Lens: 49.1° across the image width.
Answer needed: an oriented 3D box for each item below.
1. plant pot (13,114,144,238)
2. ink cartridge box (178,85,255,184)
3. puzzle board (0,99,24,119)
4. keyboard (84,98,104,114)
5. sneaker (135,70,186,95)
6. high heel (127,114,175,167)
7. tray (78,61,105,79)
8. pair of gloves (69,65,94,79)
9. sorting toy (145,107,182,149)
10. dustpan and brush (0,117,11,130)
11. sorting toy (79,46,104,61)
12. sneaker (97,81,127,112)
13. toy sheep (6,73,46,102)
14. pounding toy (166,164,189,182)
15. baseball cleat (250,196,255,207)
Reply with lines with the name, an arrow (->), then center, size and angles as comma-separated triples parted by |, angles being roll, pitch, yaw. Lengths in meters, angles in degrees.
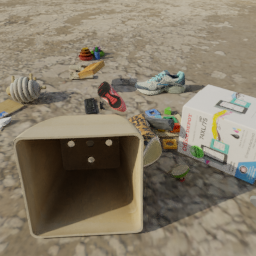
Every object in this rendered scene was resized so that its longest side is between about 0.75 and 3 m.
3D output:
plant pot -> -1.179, 0.990, 8.061 | 2.965, 2.969, 2.628 | -2, 24, -3
ink cartridge box -> 3.519, 0.085, 9.811 | 2.817, 2.067, 2.057 | 23, 41, 30
puzzle board -> -5.699, -0.828, 12.796 | 1.122, 0.130, 1.489 | 21, 40, 26
keyboard -> -1.608, -1.064, 13.129 | 0.862, 0.140, 1.357 | -6, 37, -9
sneaker -> 1.631, -2.396, 14.135 | 2.621, 1.131, 1.017 | -5, 36, -7
high heel -> 0.322, 0.460, 10.478 | 2.007, 1.005, 2.816 | 7, 39, 32
tray -> -1.797, -2.936, 13.968 | 0.813, 0.305, 1.649 | -11, 23, 21
pair of gloves -> -2.667, -3.200, 16.030 | 1.382, 0.285, 1.625 | -2, 37, -9
sorting toy -> 1.585, -0.168, 11.630 | 1.605, 0.388, 2.850 | -6, 36, -9
dustpan and brush -> -5.287, -0.157, 11.792 | 0.567, 0.232, 0.812 | -10, 25, 10
sorting toy -> -2.284, -4.942, 18.034 | 1.163, 0.794, 1.935 | 25, 42, 31
sneaker -> -0.501, -0.931, 8.823 | 0.495, 0.583, 1.343 | -43, 55, 8
toy sheep -> -4.832, -1.853, 13.265 | 1.934, 1.333, 1.333 | -8, 35, 7
pounding toy -> 1.739, 1.532, 9.353 | 0.605, 0.364, 0.784 | -32, 16, -22
baseball cleat -> 3.958, 2.399, 7.986 | 0.627, 0.411, 1.177 | -28, 43, -34
